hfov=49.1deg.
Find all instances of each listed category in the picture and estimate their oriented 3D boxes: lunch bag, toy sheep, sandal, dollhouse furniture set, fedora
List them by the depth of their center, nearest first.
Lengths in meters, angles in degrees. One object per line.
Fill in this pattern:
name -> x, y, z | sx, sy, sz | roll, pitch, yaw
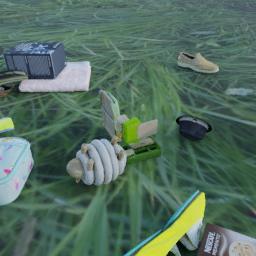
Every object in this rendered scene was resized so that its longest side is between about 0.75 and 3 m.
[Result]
toy sheep -> -0.578, 0.741, 6.318 | 1.634, 1.127, 1.127 | -10, 35, -23
lunch bag -> -3.356, 0.876, 6.332 | 2.135, 0.823, 1.712 | 2, 33, 2
dollhouse furniture set -> 0.026, -0.173, 7.501 | 0.981, 1.280, 1.954 | -15, 37, -19
fedora -> 1.783, 0.054, 7.788 | 1.032, 1.032, 0.471 | 14, 70, 20
sandal -> -4.749, -1.429, 10.040 | 2.457, 0.701, 0.976 | -26, 36, -8

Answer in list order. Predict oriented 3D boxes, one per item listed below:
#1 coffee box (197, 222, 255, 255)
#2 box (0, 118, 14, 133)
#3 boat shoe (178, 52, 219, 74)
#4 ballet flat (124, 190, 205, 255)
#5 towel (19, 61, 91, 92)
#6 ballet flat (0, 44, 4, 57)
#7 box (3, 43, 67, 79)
coffee box -> 1.845, 2.226, 4.525 | 1.400, 0.558, 0.800 | 14, 36, 20
box -> -3.647, -0.024, 7.641 | 0.846, 0.331, 1.388 | -20, 11, -28
boat shoe -> 3.009, -2.869, 12.095 | 1.879, 0.716, 0.673 | 20, 39, 28
ballet flat -> 0.808, 1.974, 4.925 | 2.184, 0.730, 0.732 | -29, 65, -33
towel -> -2.773, -2.074, 11.191 | 2.513, 0.405, 2.400 | -2, 34, -2
ballet flat -> -7.118, -3.484, 12.840 | 0.915, 0.920, 2.690 | 21, 39, 37
box -> -3.524, -2.617, 10.828 | 1.869, 1.000, 1.387 | 2, 33, 7
